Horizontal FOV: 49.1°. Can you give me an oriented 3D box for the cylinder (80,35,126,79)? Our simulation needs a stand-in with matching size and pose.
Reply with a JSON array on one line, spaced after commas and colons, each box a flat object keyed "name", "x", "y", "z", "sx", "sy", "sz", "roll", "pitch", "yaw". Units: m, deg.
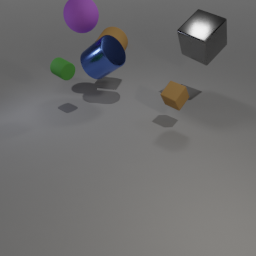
[{"name": "cylinder", "x": -1.051, "y": -2.958, "z": 11.817, "sx": 1.400, "sy": 1.400, "sz": 1.400, "roll": -22, "pitch": 12, "yaw": 41}]

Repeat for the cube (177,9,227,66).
[{"name": "cube", "x": 3.098, "y": -3.751, "z": 11.618, "sx": 1.400, "sy": 1.400, "sz": 1.400, "roll": -46, "pitch": 57, "yaw": -10}]

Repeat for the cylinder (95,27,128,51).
[{"name": "cylinder", "x": -0.847, "y": -3.909, "z": 13.451, "sx": 1.400, "sy": 1.400, "sz": 1.400, "roll": 8, "pitch": 46, "yaw": 14}]

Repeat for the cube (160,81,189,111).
[{"name": "cube", "x": 1.754, "y": -1.204, "z": 10.447, "sx": 0.700, "sy": 0.700, "sz": 0.700, "roll": 30, "pitch": 78, "yaw": 34}]

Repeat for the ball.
[{"name": "ball", "x": -1.877, "y": -4.547, "z": 11.240, "sx": 1.400, "sy": 1.400, "sz": 1.400, "roll": 0, "pitch": 30, "yaw": 0}]

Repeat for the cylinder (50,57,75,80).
[{"name": "cylinder", "x": -2.516, "y": -2.283, "z": 10.804, "sx": 0.700, "sy": 0.700, "sz": 0.700, "roll": 31, "pitch": 42, "yaw": 30}]
